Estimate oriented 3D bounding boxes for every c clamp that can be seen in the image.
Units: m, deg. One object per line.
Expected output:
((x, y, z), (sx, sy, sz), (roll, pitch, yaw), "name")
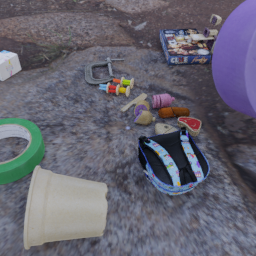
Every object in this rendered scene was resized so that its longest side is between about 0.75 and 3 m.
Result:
((-0.966, -2.405, 11.594), (1.706, 0.270, 1.996), (-2, 42, -2), "c clamp")

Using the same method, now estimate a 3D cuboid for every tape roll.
((3.579, -1.603, 6.498), (2.977, 2.977, 1.265), (-12, 20, -13), "tape roll")
((-3.583, 0.610, 8.129), (2.206, 0.530, 2.206), (0, 43, 0), "tape roll")

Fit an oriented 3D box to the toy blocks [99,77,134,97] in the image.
((-0.442, -1.631, 10.649), (1.136, 0.412, 0.947), (11, 44, 12), "toy blocks")

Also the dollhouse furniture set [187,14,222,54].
((3.543, -3.754, 12.137), (1.357, 1.515, 1.912), (-8, 50, -16), "dollhouse furniture set")

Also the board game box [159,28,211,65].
((2.549, -3.814, 12.965), (1.844, 0.471, 2.722), (-3, 43, -3), "board game box")

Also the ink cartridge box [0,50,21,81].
((-5.098, -2.504, 11.351), (0.757, 0.737, 1.178), (21, 47, 21), "ink cartridge box")

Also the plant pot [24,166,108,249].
((-1.302, 1.759, 6.206), (1.596, 1.744, 1.744), (5, 42, -10), "plant pot")

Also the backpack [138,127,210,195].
((1.184, 0.979, 7.244), (1.590, 1.171, 1.741), (-12, 43, -13), "backpack")

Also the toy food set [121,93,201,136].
((1.245, -0.470, 9.351), (2.883, 0.454, 1.833), (30, 50, 28), "toy food set")
